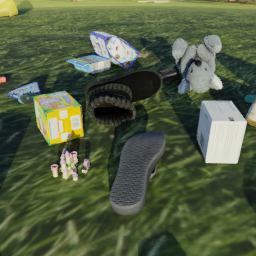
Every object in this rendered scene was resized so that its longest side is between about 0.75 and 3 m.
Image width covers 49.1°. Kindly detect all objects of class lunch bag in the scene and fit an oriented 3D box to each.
[{"bbox_3d":[-4.247,-1.482,11.272,1.106,0.520,0.832,6,30,29],"label":"lunch bag"},{"bbox_3d":[-0.819,-4.118,14.427,2.141,1.326,1.820,29,6,-42],"label":"lunch bag"}]

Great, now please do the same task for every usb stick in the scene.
[{"bbox_3d":[1.978,-2.516,13.111,2.887,0.471,0.801,-22,41,-35],"label":"usb stick"}]

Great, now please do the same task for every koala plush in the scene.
[{"bbox_3d":[2.971,-2.346,11.774,2.064,2.139,2.327,-6,49,8],"label":"koala plush"}]

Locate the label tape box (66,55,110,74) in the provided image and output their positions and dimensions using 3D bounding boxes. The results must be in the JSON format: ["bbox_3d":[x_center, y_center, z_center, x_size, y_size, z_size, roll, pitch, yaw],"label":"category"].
[{"bbox_3d":[-1.991,-3.179,14.152,1.311,0.605,1.829,23,36,35],"label":"label tape box"}]

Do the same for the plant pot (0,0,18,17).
[{"bbox_3d":[-14.430,-13.919,31.835,2.664,2.831,2.831,-31,39,-19],"label":"plant pot"}]

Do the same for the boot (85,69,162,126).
[{"bbox_3d":[0.029,-1.080,9.667,3.094,1.164,2.313,-17,24,-8],"label":"boot"}]

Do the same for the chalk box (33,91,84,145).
[{"bbox_3d":[-2.228,-0.432,8.657,1.087,1.093,1.756,-16,31,-27],"label":"chalk box"}]

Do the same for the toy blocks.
[{"bbox_3d":[-1.402,0.812,6.848,0.754,0.634,0.704,9,29,16],"label":"toy blocks"}]

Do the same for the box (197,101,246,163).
[{"bbox_3d":[2.434,0.082,7.495,0.840,1.284,1.278,0,29,1],"label":"box"}]

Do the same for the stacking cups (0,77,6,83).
[{"bbox_3d":[-6.063,-2.072,12.507,1.129,0.341,0.341,-13,31,-32],"label":"stacking cups"}]

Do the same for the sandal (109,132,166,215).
[{"bbox_3d":[0.234,0.994,6.746,1.021,0.575,2.684,4,38,22],"label":"sandal"}]

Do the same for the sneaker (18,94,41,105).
[{"bbox_3d":[-3.649,-1.101,10.707,1.026,0.376,0.420,-1,15,-16],"label":"sneaker"}]

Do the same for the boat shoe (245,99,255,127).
[{"bbox_3d":[4.956,-0.263,8.091,2.848,0.985,1.050,19,-2,30],"label":"boat shoe"}]

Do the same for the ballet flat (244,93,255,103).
[{"bbox_3d":[5.168,-1.100,10.502,1.520,0.517,0.520,15,24,25],"label":"ballet flat"}]
